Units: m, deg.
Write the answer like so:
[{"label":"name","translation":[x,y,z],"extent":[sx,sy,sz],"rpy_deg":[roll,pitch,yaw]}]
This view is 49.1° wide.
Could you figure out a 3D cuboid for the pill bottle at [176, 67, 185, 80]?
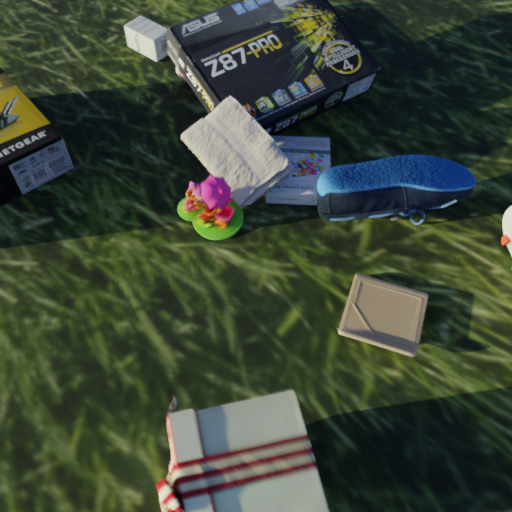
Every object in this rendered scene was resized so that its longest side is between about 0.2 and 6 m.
[{"label":"pill bottle","translation":[-1.277,-4.237,12.996],"extent":[1.087,0.610,0.610],"rpy_deg":[32,60,20]}]

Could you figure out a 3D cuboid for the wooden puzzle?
[{"label":"wooden puzzle","translation":[2.159,0.996,9.485],"extent":[1.290,0.260,1.394],"rpy_deg":[16,51,11]}]

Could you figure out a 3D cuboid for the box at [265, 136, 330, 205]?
[{"label":"box","translation":[0.861,-1.755,11.390],"extent":[1.287,0.340,1.650],"rpy_deg":[3,55,2]}]

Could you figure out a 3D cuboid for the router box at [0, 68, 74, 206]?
[{"label":"router box","translation":[-6.119,-2.027,11.154],"extent":[3.804,0.993,2.991],"rpy_deg":[-34,61,-22]}]

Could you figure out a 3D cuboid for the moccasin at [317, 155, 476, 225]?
[{"label":"moccasin","translation":[2.565,-1.234,10.606],"extent":[3.015,1.028,1.213],"rpy_deg":[-2,46,-6]}]

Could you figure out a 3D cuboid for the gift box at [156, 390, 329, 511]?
[{"label":"gift box","translation":[-0.342,2.790,7.257],"extent":[1.881,1.859,2.015],"rpy_deg":[-10,56,-13]}]

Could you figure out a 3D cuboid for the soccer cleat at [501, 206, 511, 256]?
[{"label":"soccer cleat","translation":[5.478,0.405,9.437],"extent":[1.278,1.142,3.296],"rpy_deg":[-21,64,-20]}]

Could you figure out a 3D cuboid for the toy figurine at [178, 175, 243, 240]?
[{"label":"toy figurine","translation":[-0.883,-1.043,10.252],"extent":[1.303,1.199,0.978],"rpy_deg":[21,65,10]}]

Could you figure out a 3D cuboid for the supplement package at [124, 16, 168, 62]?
[{"label":"supplement package","translation":[-2.647,-5.355,13.807],"extent":[1.032,0.603,0.605],"rpy_deg":[33,61,21]}]

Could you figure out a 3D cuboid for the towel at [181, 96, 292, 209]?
[{"label":"towel","translation":[-0.383,-2.014,10.871],"extent":[1.350,0.351,2.038],"rpy_deg":[-40,79,-7]}]

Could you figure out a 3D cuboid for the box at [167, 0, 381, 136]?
[{"label":"box","translation":[0.386,-4.328,12.421],"extent":[3.758,0.923,3.029],"rpy_deg":[-28,75,-17]}]
